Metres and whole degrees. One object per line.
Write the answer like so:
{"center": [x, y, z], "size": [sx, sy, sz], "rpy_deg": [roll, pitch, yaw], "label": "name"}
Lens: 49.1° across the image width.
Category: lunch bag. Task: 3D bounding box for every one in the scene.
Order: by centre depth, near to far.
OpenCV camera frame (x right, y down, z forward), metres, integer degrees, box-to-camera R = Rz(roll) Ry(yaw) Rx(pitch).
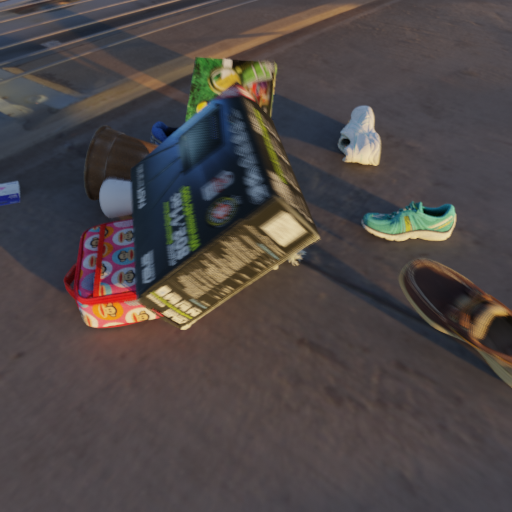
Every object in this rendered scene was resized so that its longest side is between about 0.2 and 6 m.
{"center": [-2.615, 0.281, 10.799], "size": [2.112, 0.982, 2.397], "rpy_deg": [-9, 40, -5], "label": "lunch bag"}

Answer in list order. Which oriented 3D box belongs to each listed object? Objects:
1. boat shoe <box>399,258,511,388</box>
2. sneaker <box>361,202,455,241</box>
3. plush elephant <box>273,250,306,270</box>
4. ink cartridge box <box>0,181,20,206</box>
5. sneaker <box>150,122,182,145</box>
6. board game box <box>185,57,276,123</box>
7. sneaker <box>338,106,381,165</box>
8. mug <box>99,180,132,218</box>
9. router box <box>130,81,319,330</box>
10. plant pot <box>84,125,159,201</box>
{"center": [3.653, 1.000, 9.130], "size": [1.060, 1.057, 2.937], "rpy_deg": [-41, 72, -11], "label": "boat shoe"}
{"center": [3.306, -0.842, 12.193], "size": [2.021, 0.805, 0.783], "rpy_deg": [-1, 40, -1], "label": "sneaker"}
{"center": [0.083, -0.511, 11.052], "size": [2.015, 1.560, 1.659], "rpy_deg": [15, 64, 4], "label": "plush elephant"}
{"center": [-6.093, -1.484, 13.460], "size": [0.762, 0.168, 0.776], "rpy_deg": [-13, 40, -16], "label": "ink cartridge box"}
{"center": [-1.201, -2.838, 14.158], "size": [3.139, 1.337, 1.209], "rpy_deg": [-1, 40, -2], "label": "sneaker"}
{"center": [-0.705, -2.897, 13.314], "size": [2.049, 0.459, 3.911], "rpy_deg": [4, 73, 5], "label": "board game box"}
{"center": [2.700, -3.321, 15.108], "size": [1.006, 0.883, 2.510], "rpy_deg": [-1, 41, 3], "label": "sneaker"}
{"center": [-2.732, -1.272, 12.026], "size": [0.831, 0.811, 1.012], "rpy_deg": [0, 25, 18], "label": "mug"}
{"center": [-0.776, -1.002, 9.704], "size": [2.799, 1.160, 3.736], "rpy_deg": [-36, 41, 19], "label": "router box"}
{"center": [-2.805, -1.966, 12.967], "size": [1.744, 1.761, 1.761], "rpy_deg": [13, 41, 4], "label": "plant pot"}
